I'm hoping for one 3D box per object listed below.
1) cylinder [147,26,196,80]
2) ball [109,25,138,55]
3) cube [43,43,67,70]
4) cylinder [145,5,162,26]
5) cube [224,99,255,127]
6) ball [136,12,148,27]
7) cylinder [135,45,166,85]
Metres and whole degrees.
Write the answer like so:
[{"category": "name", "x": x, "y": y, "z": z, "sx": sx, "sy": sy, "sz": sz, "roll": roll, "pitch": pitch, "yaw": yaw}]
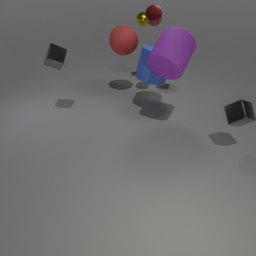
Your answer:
[{"category": "cylinder", "x": 1.632, "y": -2.773, "z": 10.460, "sx": 1.400, "sy": 1.400, "sz": 1.400, "roll": 19, "pitch": 71, "yaw": 28}, {"category": "ball", "x": -0.209, "y": -4.212, "z": 13.467, "sx": 1.400, "sy": 1.400, "sz": 1.400, "roll": 0, "pitch": 31, "yaw": 0}, {"category": "cube", "x": -2.964, "y": -2.892, "z": 11.415, "sx": 0.700, "sy": 0.700, "sz": 0.700, "roll": 17, "pitch": -18, "yaw": -23}, {"category": "cylinder", "x": 1.125, "y": -4.872, "z": 12.146, "sx": 0.700, "sy": 0.700, "sz": 0.700, "roll": 4, "pitch": 4, "yaw": 7}, {"category": "cube", "x": 3.922, "y": -0.509, "z": 9.815, "sx": 0.700, "sy": 0.700, "sz": 0.700, "roll": 6, "pitch": -22, "yaw": -40}, {"category": "ball", "x": 0.763, "y": -5.537, "z": 14.263, "sx": 0.700, "sy": 0.700, "sz": 0.700, "roll": 0, "pitch": 31, "yaw": 0}, {"category": "cylinder", "x": 1.157, "y": -2.805, "z": 12.444, "sx": 1.400, "sy": 1.400, "sz": 1.400, "roll": 11, "pitch": 28, "yaw": -6}]
